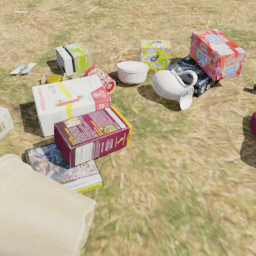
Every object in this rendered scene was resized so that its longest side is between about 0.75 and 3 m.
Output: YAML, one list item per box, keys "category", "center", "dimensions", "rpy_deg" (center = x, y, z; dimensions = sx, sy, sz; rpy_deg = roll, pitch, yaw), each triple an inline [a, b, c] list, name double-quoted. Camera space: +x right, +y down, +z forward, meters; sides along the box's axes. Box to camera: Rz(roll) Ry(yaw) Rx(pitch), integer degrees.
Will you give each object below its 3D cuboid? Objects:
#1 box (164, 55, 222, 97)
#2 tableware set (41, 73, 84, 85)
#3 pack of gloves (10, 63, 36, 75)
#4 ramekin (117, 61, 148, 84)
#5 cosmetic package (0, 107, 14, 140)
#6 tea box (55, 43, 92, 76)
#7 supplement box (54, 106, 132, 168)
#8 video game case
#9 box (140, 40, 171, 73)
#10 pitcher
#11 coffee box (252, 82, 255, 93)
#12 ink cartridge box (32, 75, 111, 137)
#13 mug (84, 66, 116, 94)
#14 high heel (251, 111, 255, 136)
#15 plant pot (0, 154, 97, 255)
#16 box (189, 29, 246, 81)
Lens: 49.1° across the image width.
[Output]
- category: "box"
  center: [2.919, -2.370, 12.103]
  dimensions: [1.889, 0.513, 2.357]
  rpy_deg: [33, 51, 31]
- category: "tableware set"
  center: [-2.651, -1.807, 11.688]
  dimensions: [1.928, 0.296, 1.299]
  rpy_deg: [-5, 45, -7]
- category: "pack of gloves"
  center: [-4.713, -2.625, 12.704]
  dimensions: [0.842, 0.198, 1.002]
  rpy_deg: [-2, 36, 12]
- category: "ramekin"
  center: [0.184, -2.339, 11.826]
  dimensions: [1.347, 0.627, 1.347]
  rpy_deg: [2, 30, -1]
- category: "cosmetic package"
  center: [-5.329, -0.280, 9.489]
  dimensions: [2.462, 0.875, 1.295]
  rpy_deg: [17, 45, 18]
- category: "tea box"
  center: [-2.442, -3.130, 12.685]
  dimensions: [1.267, 0.860, 1.288]
  rpy_deg: [-19, 45, -22]
- category: "supplement box"
  center: [-1.060, 0.215, 8.525]
  dimensions: [2.074, 0.888, 1.144]
  rpy_deg: [-20, 49, -29]
- category: "video game case"
  center: [-1.949, 1.165, 8.326]
  dimensions: [1.916, 0.270, 2.120]
  rpy_deg: [-15, 44, -16]
- category: "box"
  center: [1.184, -3.158, 12.424]
  dimensions: [1.302, 1.254, 0.794]
  rpy_deg: [1, 42, 0]
- category: "pitcher"
  center: [1.779, -1.707, 10.672]
  dimensions: [1.020, 1.444, 1.683]
  rpy_deg: [-10, 39, -43]
- category: "coffee box"
  center: [5.453, -1.558, 11.260]
  dimensions: [0.758, 0.428, 0.303]
  rpy_deg: [26, 47, 25]
- category: "ink cartridge box"
  center: [-2.017, -0.851, 10.009]
  dimensions: [2.464, 1.028, 1.788]
  rpy_deg: [-14, 44, -16]
- category: "mug"
  center: [-1.046, -1.987, 11.496]
  dimensions: [1.059, 0.796, 1.193]
  rpy_deg: [-35, 55, -30]
- category: "high heel"
  center: [4.723, 0.018, 8.830]
  dimensions: [0.922, 1.314, 2.734]
  rpy_deg: [-3, 42, -3]
- category: "plant pot"
  center: [-1.957, 2.040, 6.107]
  dimensions: [2.196, 2.399, 2.399]
  rpy_deg: [18, 44, 2]
- category: "box"
  center: [3.622, -3.097, 11.653]
  dimensions: [1.189, 1.138, 2.384]
  rpy_deg: [-11, 43, -12]
